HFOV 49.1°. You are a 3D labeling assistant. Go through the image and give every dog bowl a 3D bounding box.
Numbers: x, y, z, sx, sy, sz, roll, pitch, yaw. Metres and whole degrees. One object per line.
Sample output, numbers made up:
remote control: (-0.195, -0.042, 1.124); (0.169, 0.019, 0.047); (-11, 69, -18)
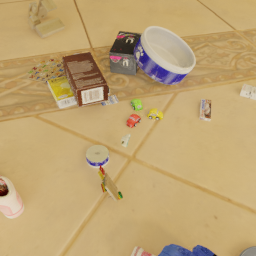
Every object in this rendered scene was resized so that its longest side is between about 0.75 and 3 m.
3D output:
dog bowl: (-1.092, 1.014, 10.084); (0.831, 0.327, 0.831); (0, 44, 0)
dog bowl: (1.716, -3.422, 13.174); (2.821, 1.111, 2.821); (18, 48, -21)

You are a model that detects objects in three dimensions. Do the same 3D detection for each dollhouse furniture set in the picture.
dollhouse furniture set: (-5.254, -6.540, 17.615); (2.059, 1.765, 2.166); (-36, 90, -30)

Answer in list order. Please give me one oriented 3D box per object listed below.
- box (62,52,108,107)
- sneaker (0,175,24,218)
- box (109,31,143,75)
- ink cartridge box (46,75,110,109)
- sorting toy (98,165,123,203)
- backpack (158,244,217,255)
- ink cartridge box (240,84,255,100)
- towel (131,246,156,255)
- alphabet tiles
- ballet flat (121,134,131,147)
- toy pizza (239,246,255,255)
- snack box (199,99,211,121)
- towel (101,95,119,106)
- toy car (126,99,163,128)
box: (-1.887, -2.158, 12.100); (1.336, 1.000, 2.668); (-14, 49, -15)
sneaker: (-4.210, 1.763, 8.723); (2.332, 1.219, 0.878); (29, 54, 27)
box: (-0.044, -3.878, 14.366); (1.375, 1.193, 2.249); (8, 46, 8)
ink cartridge box: (-2.419, -2.087, 13.056); (2.411, 0.573, 2.440); (-20, 50, -19)
sorting toy: (-0.604, 1.814, 8.521); (0.248, 1.464, 0.706); (-28, 24, 8)
backpack: (1.476, 3.608, 6.379); (2.011, 1.634, 1.687); (23, 49, 30)
ink cartridge box: (5.569, -1.639, 12.735); (0.791, 0.333, 0.577); (21, 48, 19)
towel: (1.081, 4.309, 6.715); (2.901, 0.434, 2.123); (17, 47, 16)
alphabet tiles: (-4.053, -2.963, 14.201); (1.711, 0.065, 2.056); (15, 46, 18)
ballet flat: (-0.103, 0.435, 9.768); (0.315, 0.877, 0.315); (4, 62, -8)
toy pizza: (3.576, 3.855, 7.304); (1.488, 0.236, 1.488); (1, 46, -1)
snack box: (3.321, -0.788, 12.010); (0.451, 0.152, 1.254); (9, 46, 9)
towel: (-0.843, -1.248, 12.520); (0.766, 0.091, 0.563); (-14, 46, -13)
toy car: (0.515, -0.794, 11.861); (1.666, 0.372, 1.568); (-15, 47, -15)
